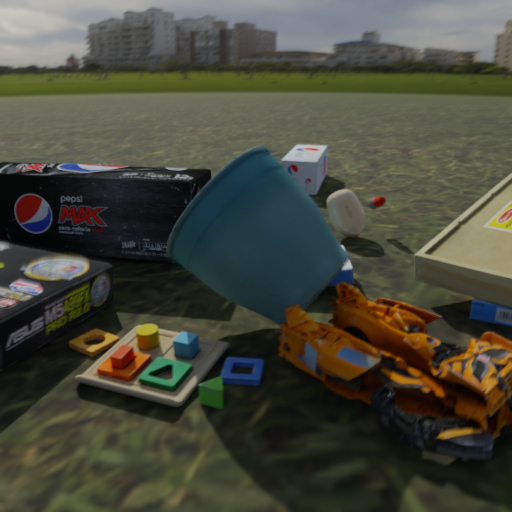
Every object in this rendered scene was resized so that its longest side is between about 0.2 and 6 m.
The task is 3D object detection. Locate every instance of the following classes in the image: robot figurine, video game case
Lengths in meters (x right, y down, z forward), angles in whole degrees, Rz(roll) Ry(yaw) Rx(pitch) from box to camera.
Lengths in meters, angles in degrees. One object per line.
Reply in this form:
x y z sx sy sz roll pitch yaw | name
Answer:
1.532 1.045 5.633 2.508 0.730 1.818 18 29 41 | robot figurine
0.793 0.158 8.337 1.171 0.266 1.061 -5 18 2 | video game case

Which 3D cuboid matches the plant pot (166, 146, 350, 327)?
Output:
0.147 -0.103 6.802 1.682 1.790 1.790 42 32 10 | plant pot

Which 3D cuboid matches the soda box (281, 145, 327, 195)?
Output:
1.284 -2.279 14.550 0.901 0.842 2.646 4 21 12 | soda box

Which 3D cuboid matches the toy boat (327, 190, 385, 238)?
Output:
1.884 -0.849 10.524 1.100 0.925 0.511 -21 2 -9 | toy boat

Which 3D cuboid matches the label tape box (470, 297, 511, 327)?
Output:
3.251 0.612 7.461 0.627 0.289 0.875 10 25 27 | label tape box

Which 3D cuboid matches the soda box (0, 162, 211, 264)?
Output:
-2.846 -0.825 9.684 4.046 1.432 1.281 4 18 9 | soda box

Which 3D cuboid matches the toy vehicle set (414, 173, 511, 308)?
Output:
4.004 -0.349 7.936 3.235 0.429 2.010 -33 34 -33 | toy vehicle set

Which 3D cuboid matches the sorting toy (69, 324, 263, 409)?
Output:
-1.103 1.081 6.131 2.375 0.324 1.337 8 22 21 | sorting toy

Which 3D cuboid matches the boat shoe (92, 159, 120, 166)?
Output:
-3.631 -1.860 13.275 0.802 0.925 2.170 0 20 1 | boat shoe

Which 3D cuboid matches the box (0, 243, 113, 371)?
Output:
-3.533 0.452 7.128 2.644 0.585 2.118 11 20 19 | box
